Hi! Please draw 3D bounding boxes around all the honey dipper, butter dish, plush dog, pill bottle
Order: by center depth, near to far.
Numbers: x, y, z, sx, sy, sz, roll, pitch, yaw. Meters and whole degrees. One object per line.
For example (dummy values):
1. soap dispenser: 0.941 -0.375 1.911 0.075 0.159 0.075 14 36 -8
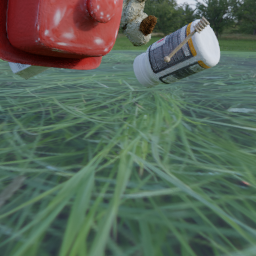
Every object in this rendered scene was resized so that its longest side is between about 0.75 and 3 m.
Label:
1. butter dish: -0.910 -2.192 4.963 2.433 2.440 1.804 -5 22 -43
2. honey dipper: 1.228 -1.870 6.063 0.228 1.199 0.228 36 27 -22
3. pill bottle: 1.195 -1.811 7.246 2.033 1.183 1.183 -17 4 41
4. plush dog: 0.141 -3.385 8.827 1.547 1.656 1.928 -33 3 -8

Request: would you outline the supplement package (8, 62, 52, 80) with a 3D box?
1. supplement package: -3.229 -2.358 9.340 1.238 0.910 1.184 -26 1 -1
